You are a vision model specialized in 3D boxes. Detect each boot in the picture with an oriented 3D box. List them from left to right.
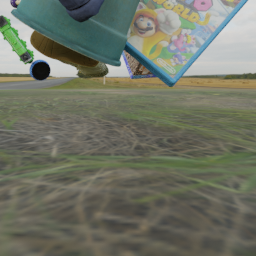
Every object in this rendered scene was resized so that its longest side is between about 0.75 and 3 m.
[{"bbox_3d":[-1.171,-1.513,5.860,1.498,0.540,1.159,21,1,7],"label":"boot"},{"bbox_3d":[-0.536,-2.101,2.867,0.776,2.133,0.964,-7,-33,29],"label":"boot"}]

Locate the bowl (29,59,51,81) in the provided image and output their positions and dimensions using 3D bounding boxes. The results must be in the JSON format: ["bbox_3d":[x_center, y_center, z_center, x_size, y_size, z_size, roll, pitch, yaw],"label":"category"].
[{"bbox_3d":[-3.083,-2.028,9.878,0.753,0.753,0.148,-8,30,-38],"label":"bowl"}]

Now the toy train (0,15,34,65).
[{"bbox_3d":[-3.860,-3.146,8.786,0.552,2.647,0.747,-35,27,-5],"label":"toy train"}]

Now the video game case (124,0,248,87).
[{"bbox_3d":[0.891,-2.431,5.084,2.099,2.933,0.261,40,-14,5],"label":"video game case"}]

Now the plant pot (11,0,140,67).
[{"bbox_3d":[-0.479,-1.954,3.841,1.663,1.628,1.663,26,16,-8],"label":"plant pot"}]

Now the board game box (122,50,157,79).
[{"bbox_3d":[0.725,-3.301,10.072,1.193,1.965,2.464,-9,-24,-24],"label":"board game box"}]

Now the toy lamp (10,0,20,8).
[{"bbox_3d":[-3.116,-3.744,8.382,0.379,0.379,1.301,-9,26,-44],"label":"toy lamp"}]
